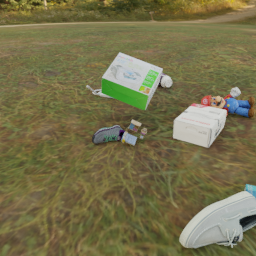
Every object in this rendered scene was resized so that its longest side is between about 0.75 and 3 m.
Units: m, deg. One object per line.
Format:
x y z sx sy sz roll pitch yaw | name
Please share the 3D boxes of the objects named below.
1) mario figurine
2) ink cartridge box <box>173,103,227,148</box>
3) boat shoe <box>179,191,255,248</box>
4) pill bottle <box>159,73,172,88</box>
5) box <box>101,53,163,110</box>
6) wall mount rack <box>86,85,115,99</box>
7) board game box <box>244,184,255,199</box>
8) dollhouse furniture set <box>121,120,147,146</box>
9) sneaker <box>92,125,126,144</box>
4.121 -0.998 11.519 2.152 1.140 1.328 5 26 7 | mario figurine
2.625 -0.146 10.163 1.355 0.789 1.860 16 29 29 | ink cartridge box
2.076 2.008 5.833 2.149 0.750 0.765 -17 36 -27 | boat shoe
1.943 -2.597 15.287 0.639 0.639 1.136 -10 28 -19 | pill bottle
0.152 -1.757 10.504 1.827 0.883 1.612 23 55 8 | box
-0.906 -1.848 13.565 2.219 0.827 1.928 11 28 22 | wall mount rack
3.403 1.799 6.833 1.038 0.244 0.784 10 28 18 | board game box
0.227 0.237 9.415 0.712 0.492 0.755 23 62 -1 | dollhouse furniture set
-0.602 0.265 9.697 0.588 0.500 1.343 28 37 36 | sneaker
